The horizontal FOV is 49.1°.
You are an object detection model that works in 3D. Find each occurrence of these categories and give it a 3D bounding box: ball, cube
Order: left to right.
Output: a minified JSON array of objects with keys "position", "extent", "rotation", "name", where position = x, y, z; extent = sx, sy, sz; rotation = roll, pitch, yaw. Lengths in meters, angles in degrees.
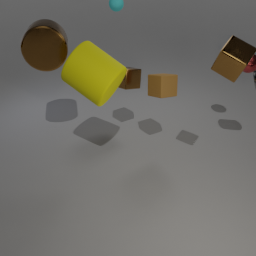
[{"position":[-0.552,-5.873,13.218],"extent":[0.700,0.700,0.700],"rotation":[0,34,0],"name":"ball"},{"position":[-0.016,-1.808,10.114],"extent":[0.700,0.700,0.700],"rotation":[-11,23,-38],"name":"cube"},{"position":[1.122,-1.387,9.119],"extent":[0.700,0.700,0.700],"rotation":[-11,19,-33],"name":"cube"},{"position":[2.646,-1.727,7.029],"extent":[0.700,0.700,0.700],"rotation":[34,64,11],"name":"cube"},{"position":[4.380,-2.343,10.125],"extent":[0.700,0.700,0.700],"rotation":[0,34,0],"name":"ball"}]

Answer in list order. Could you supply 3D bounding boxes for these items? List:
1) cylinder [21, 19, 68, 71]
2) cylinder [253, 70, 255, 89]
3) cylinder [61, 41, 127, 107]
[{"position":[-2.691,-2.731,9.178],"extent":[1.400,1.400,1.400],"rotation":[-6,30,-9],"name":"cylinder"},{"position":[4.468,-1.574,9.014],"extent":[0.700,0.700,0.700],"rotation":[-9,27,31],"name":"cylinder"},{"position":[-0.990,-1.582,8.242],"extent":[1.400,1.400,1.400],"rotation":[36,40,2],"name":"cylinder"}]
